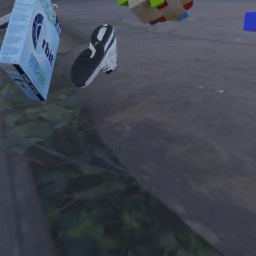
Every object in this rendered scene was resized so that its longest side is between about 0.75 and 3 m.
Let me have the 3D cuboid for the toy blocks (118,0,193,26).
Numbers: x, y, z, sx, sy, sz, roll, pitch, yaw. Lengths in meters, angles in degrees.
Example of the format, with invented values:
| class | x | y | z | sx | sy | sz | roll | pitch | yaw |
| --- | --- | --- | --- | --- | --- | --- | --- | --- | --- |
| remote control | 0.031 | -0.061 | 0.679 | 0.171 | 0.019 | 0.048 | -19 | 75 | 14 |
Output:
| class | x | y | z | sx | sy | sz | roll | pitch | yaw |
| --- | --- | --- | --- | --- | --- | --- | --- | --- | --- |
| toy blocks | 1.203 | -3.722 | 8.142 | 2.484 | 1.241 | 1.698 | -18 | -18 | 27 |

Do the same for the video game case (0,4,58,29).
| class | x | y | z | sx | sy | sz | roll | pitch | yaw |
| --- | --- | --- | --- | --- | --- | --- | --- | --- | --- |
| video game case | -2.610 | -2.768 | 6.992 | 1.127 | 0.137 | 1.576 | -12 | 22 | 26 |

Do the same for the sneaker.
| class | x | y | z | sx | sy | sz | roll | pitch | yaw |
| --- | --- | --- | --- | --- | --- | --- | --- | --- | --- |
| sneaker | -0.586 | -1.345 | 6.095 | 0.629 | 0.960 | 1.668 | 10 | 61 | 25 |

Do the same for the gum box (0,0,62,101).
| class | x | y | z | sx | sy | sz | roll | pitch | yaw |
| --- | --- | --- | --- | --- | --- | --- | --- | --- | --- |
| gum box | -2.048 | -1.879 | 6.174 | 0.455 | 1.734 | 2.040 | 7 | 73 | 3 |

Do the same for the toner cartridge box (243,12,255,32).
| class | x | y | z | sx | sy | sz | roll | pitch | yaw |
| --- | --- | --- | --- | --- | --- | --- | --- | --- | --- |
| toner cartridge box | 3.553 | -2.449 | 6.548 | 1.939 | 0.419 | 0.921 | -16 | 25 | -43 |
